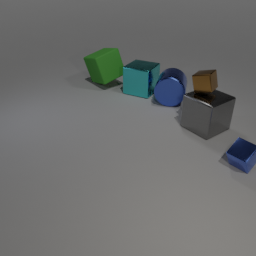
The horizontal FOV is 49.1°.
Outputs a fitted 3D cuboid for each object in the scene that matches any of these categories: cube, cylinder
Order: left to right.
[{"bbox_3d":[-1.215,-3.245,14.569,1.400,1.400,1.400,-32,30,-24],"label":"cube"},{"bbox_3d":[0.673,-2.474,13.970,1.400,1.400,1.400,15,34,24],"label":"cube"},{"bbox_3d":[2.002,-1.911,13.012,1.400,1.400,1.400,7,31,12],"label":"cylinder"},{"bbox_3d":[2.903,-1.753,10.537,0.700,0.700,0.700,4,27,37],"label":"cube"},{"bbox_3d":[3.060,-0.619,10.854,1.400,1.400,1.400,-21,37,-31],"label":"cube"},{"bbox_3d":[3.631,0.860,8.824,0.700,0.700,0.700,-46,47,-13],"label":"cube"}]
